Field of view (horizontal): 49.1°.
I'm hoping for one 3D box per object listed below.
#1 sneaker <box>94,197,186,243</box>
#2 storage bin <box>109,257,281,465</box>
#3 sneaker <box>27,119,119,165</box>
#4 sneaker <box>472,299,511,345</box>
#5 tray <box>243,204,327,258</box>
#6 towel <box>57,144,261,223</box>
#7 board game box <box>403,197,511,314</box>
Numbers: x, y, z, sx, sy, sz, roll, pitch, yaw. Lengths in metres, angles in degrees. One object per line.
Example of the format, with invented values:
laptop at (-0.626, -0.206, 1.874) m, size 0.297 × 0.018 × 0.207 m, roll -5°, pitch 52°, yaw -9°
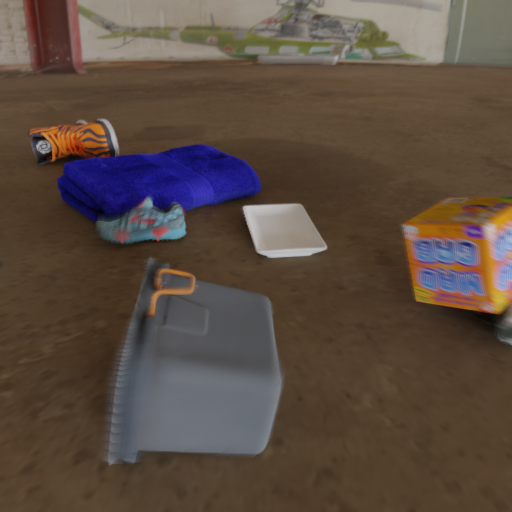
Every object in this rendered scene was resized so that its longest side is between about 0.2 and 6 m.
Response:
sneaker at (-2.339, -0.776, 11.323) m, size 1.822 × 0.870 × 0.722 m, roll -4°, pitch 19°, yaw -22°
storage bin at (-0.633, 1.108, 6.581) m, size 1.649 × 1.786 × 2.455 m, roll 8°, pitch 24°, yaw -8°
sneaker at (-5.472, -3.197, 16.524) m, size 1.981 × 1.372 × 3.537 m, roll -21°, pitch 22°, yaw -31°
sneaker at (3.604, 0.862, 8.401) m, size 0.689 × 0.641 × 1.596 m, roll -4°, pitch 14°, yaw 24°
tray at (0.516, -0.529, 11.639) m, size 1.368 × 0.283 × 2.548 m, roll -4°, pitch 25°, yaw -6°
towel at (-2.363, -1.892, 13.683) m, size 4.202 × 1.041 × 3.103 m, roll -19°, pitch 30°, yaw -35°
board game box at (3.216, -0.073, 8.424) m, size 1.305 × 1.305 × 1.306 m, roll -26°, pitch 21°, yaw -35°
